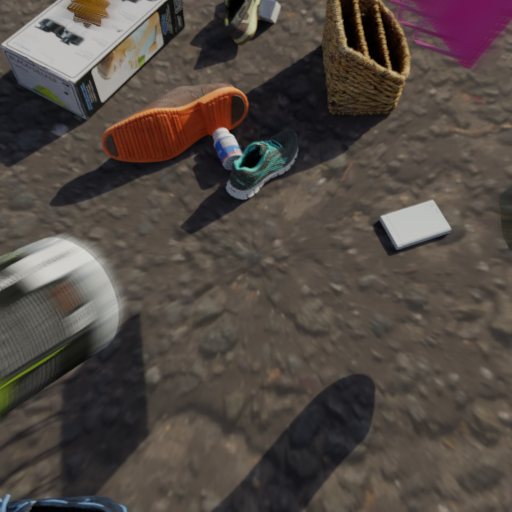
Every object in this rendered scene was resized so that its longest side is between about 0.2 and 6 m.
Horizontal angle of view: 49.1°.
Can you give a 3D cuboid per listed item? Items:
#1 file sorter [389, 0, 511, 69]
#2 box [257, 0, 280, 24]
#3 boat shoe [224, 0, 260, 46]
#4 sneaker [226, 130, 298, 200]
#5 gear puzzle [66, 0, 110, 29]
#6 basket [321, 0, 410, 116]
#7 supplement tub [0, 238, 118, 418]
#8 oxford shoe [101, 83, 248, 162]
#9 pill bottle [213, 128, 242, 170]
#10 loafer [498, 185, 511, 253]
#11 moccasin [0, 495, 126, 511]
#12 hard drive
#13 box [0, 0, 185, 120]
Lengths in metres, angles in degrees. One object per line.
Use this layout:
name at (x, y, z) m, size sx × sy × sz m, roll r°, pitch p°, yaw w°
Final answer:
file sorter at (2.293, -3.555, 6.971) m, size 1.169 × 1.295 × 1.863 m, roll 4°, pitch 51°, yaw -31°
box at (0.279, -5.412, 12.366) m, size 0.344 × 0.400 × 0.402 m, roll 23°, pitch 103°, yaw 12°
boat shoe at (-0.360, -5.510, 12.243) m, size 0.707 × 0.650 × 1.979 m, roll -18°, pitch 57°, yaw 32°
sneaker at (0.168, -1.788, 10.138) m, size 0.689 × 0.810 × 1.775 m, roll 35°, pitch 65°, yaw 18°
gear puzzle at (-2.531, -4.698, 8.188) m, size 1.331 × 2.570 × 0.337 m, roll -5°, pitch 25°, yaw -26°
basket at (2.211, -4.146, 10.966) m, size 1.650 × 1.722 × 2.312 m, roll -1°, pitch 59°, yaw 0°
supplement tub at (-2.711, 0.854, 5.665) m, size 1.463 × 1.463 × 2.388 m, roll 33°, pitch 36°, yaw 17°
oxford shoe at (-1.613, -2.577, 10.639) m, size 2.835 × 1.011 × 1.033 m, roll -21°, pitch 44°, yaw -18°
pill bottle at (-0.543, -2.016, 10.496) m, size 0.426 × 0.426 × 0.758 m, roll -19°, pitch 60°, yaw -11°
loafer at (3.574, -0.553, 6.670) m, size 1.050 × 2.793 × 0.973 m, roll 2°, pitch 82°, yaw 15°
moccasin at (-2.880, 3.422, 7.163) m, size 2.326 × 0.793 × 0.936 m, roll -12°, pitch 61°, yaw -7°
hard drive at (2.784, -0.550, 9.820) m, size 1.032 × 0.136 × 0.681 m, roll -18°, pitch 62°, yaw -9°
box at (-3.256, -4.563, 11.605) m, size 1.961 × 1.011 × 3.362 m, roll 28°, pitch 64°, yaw 15°
